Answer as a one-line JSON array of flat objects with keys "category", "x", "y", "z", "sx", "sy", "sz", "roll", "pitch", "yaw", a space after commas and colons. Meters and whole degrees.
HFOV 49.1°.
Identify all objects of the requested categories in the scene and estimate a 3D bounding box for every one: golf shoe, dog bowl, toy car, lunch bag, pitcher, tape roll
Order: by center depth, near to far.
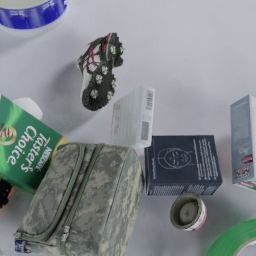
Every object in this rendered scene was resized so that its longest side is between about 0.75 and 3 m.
[{"category": "tape roll", "x": 2.969, "y": 3.356, "z": 5.672, "sx": 2.870, "sy": 0.690, "sz": 2.870, "roll": 0, "pitch": 59, "yaw": 0}, {"category": "lunch bag", "x": -1.026, "y": 1.639, "z": 6.173, "sx": 2.182, "sy": 1.813, "sz": 2.602, "roll": 5, "pitch": 57, "yaw": 21}, {"category": "toy car", "x": -3.441, "y": 1.267, "z": 6.364, "sx": 0.682, "sy": 2.048, "sz": 1.005, "roll": 5, "pitch": 75, "yaw": 18}, {"category": "dog bowl", "x": 1.398, "y": 1.939, "z": 6.405, "sx": 0.329, "sy": 0.892, "sz": 0.892, "roll": 39, "pitch": 56, "yaw": -28}, {"category": "pitcher", "x": -3.168, "y": -0.212, "z": 7.491, "sx": 0.967, "sy": 1.368, "sz": 1.595, "roll": 37, "pitch": 66, "yaw": 20}, {"category": "golf shoe", "x": -1.010, "y": -1.708, "z": 8.770, "sx": 1.279, "sy": 1.121, "sz": 2.903, "roll": -1, "pitch": 55, "yaw": 25}, {"category": "dog bowl", "x": -3.738, "y": -4.820, "z": 10.481, "sx": 2.852, "sy": 1.123, "sz": 2.852, "roll": 0, "pitch": 59, "yaw": 0}]

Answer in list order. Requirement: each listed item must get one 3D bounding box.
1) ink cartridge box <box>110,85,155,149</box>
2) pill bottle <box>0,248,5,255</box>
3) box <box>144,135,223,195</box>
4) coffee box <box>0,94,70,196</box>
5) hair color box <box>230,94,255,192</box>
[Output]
[{"category": "ink cartridge box", "x": 0.052, "y": -0.153, "z": 7.200, "sx": 0.417, "sy": 1.764, "sz": 1.412, "roll": 10, "pitch": 76, "yaw": -23}, {"category": "pill bottle", "x": -3.592, "y": 2.334, "z": 6.027, "sx": 2.041, "sy": 1.167, "sz": 1.167, "roll": 40, "pitch": 66, "yaw": 21}, {"category": "box", "x": 1.301, "y": 0.941, "z": 7.020, "sx": 1.734, "sy": 0.928, "sz": 1.287, "roll": 0, "pitch": 59, "yaw": -1}, {"category": "coffee box", "x": -2.843, "y": 0.295, "z": 6.685, "sx": 2.695, "sy": 0.593, "sz": 1.657, "roll": 40, "pitch": 54, "yaw": -27}, {"category": "hair color box", "x": 3.302, "y": 0.425, "z": 7.172, "sx": 1.150, "sy": 0.705, "sz": 2.324, "roll": 21, "pitch": 59, "yaw": -19}]
